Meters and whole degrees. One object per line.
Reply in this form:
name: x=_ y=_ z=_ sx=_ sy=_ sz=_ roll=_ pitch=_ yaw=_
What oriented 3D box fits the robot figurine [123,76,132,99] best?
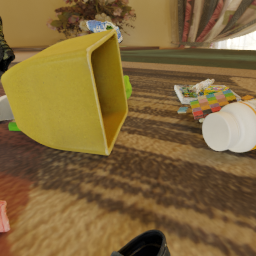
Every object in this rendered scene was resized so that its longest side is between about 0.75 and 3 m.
robot figurine: x=-0.562 y=-1.602 z=12.197 sx=1.661 sy=1.095 sz=1.893 roll=-14 pitch=10 yaw=34

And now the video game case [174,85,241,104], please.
video game case: x=3.704 y=-1.634 z=13.445 sx=2.621 sy=0.316 sz=2.875 roll=1 pitch=21 yaw=2

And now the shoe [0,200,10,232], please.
shoe: x=-2.450 y=1.400 z=4.855 sx=0.611 sy=0.480 sz=1.343 roll=-10 pitch=27 yaw=-29

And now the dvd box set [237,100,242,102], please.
dvd box set: x=5.038 y=-0.695 z=10.865 sx=1.466 sy=0.295 sz=2.003 roll=-16 pitch=25 yaw=-37

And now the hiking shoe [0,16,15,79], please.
hiking shoe: x=-3.743 y=-2.373 z=8.305 sx=0.974 sy=1.934 sz=0.733 roll=11 pitch=16 yaw=12

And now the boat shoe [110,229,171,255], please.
boat shoe: x=-0.116 y=1.849 z=3.432 sx=0.681 sy=0.568 sz=1.826 roll=21 pitch=30 yaw=40

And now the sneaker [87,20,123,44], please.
sneaker: x=-0.962 y=-4.112 z=11.496 sx=1.789 sy=0.689 sz=0.677 roll=29 pitch=65 yaw=20

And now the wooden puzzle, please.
wooden puzzle: x=2.871 y=-0.805 z=9.335 sx=2.452 sy=0.172 sz=1.454 roll=-13 pitch=26 yaw=12

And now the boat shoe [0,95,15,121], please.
boat shoe: x=-4.759 y=-0.553 z=9.735 sx=0.886 sy=0.935 sz=2.673 roll=9 pitch=29 yaw=20

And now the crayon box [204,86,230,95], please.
crayon box: x=3.953 y=-1.602 z=12.452 sx=0.910 sy=0.307 sz=1.055 roll=9 pitch=23 yaw=27

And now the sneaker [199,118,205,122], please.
sneaker: x=3.528 y=-0.554 z=10.048 sx=1.247 sy=0.818 sz=2.168 roll=23 pitch=37 yaw=29

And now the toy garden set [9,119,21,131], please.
toy garden set: x=-2.558 y=-0.673 z=10.344 sx=2.484 sy=0.595 sz=2.980 roll=1 pitch=20 yaw=3

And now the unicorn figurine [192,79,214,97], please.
unicorn figurine: x=3.333 y=-1.875 z=12.654 sx=1.358 sy=0.501 sz=0.933 roll=-41 pitch=1 yaw=-10

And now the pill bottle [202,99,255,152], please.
pill bottle: x=3.265 y=-0.081 z=7.615 sx=2.392 sy=1.329 sz=1.329 roll=-10 pitch=22 yaw=-26

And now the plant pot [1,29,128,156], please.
plant pot: x=-1.788 y=-1.078 z=8.119 sx=2.868 sy=2.785 sz=2.803 roll=-1 pitch=28 yaw=14
